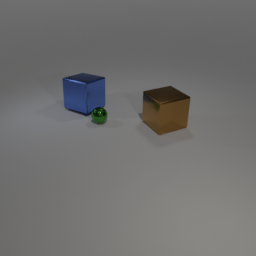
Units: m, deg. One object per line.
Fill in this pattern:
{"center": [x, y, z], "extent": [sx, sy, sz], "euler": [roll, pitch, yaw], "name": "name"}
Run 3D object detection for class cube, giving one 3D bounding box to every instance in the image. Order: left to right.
{"center": [-1.996, -1.641, 12.893], "extent": [1.400, 1.400, 1.400], "euler": [17, 28, 29], "name": "cube"}
{"center": [1.533, -0.765, 11.524], "extent": [1.400, 1.400, 1.400], "euler": [-14, 33, -23], "name": "cube"}

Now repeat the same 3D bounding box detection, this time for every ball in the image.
{"center": [-1.208, -0.546, 11.871], "extent": [0.700, 0.700, 0.700], "euler": [0, 30, 0], "name": "ball"}
